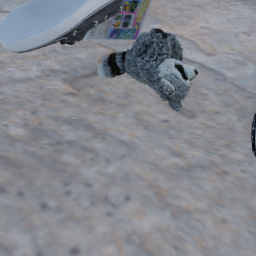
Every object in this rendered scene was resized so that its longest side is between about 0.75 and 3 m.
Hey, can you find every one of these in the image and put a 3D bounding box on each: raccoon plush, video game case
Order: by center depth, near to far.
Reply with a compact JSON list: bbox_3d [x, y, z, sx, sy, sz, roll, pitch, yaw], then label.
[{"bbox_3d":[0.292,-0.801,4.964,1.942,0.940,1.301,-22,54,41],"label":"raccoon plush"},{"bbox_3d":[-0.193,-2.979,6.991,1.589,1.746,0.207,-9,56,-28],"label":"video game case"}]

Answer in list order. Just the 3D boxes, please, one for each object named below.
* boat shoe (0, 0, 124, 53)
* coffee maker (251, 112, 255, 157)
[{"bbox_3d":[-1.097,-2.094,5.395,0.985,0.933,2.816,34,63,22],"label":"boat shoe"},{"bbox_3d":[2.711,-0.063,3.725,1.658,1.117,1.592,14,27,41],"label":"coffee maker"}]
